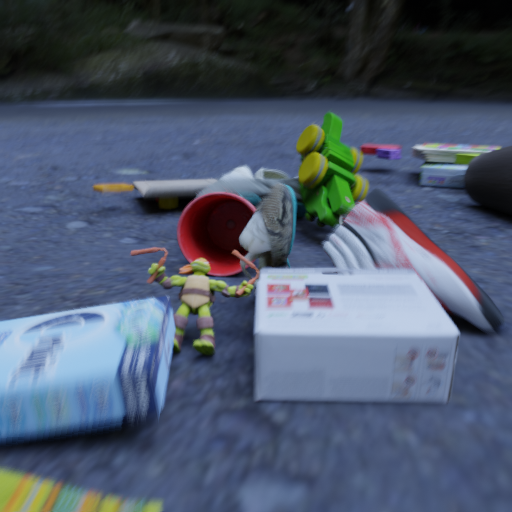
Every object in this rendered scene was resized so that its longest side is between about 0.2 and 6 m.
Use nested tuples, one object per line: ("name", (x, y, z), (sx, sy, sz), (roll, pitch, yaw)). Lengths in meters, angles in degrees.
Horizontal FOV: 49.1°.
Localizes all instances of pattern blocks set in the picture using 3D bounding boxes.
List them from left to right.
("pattern blocks set", (5.307, -2.632, 14.466), (4.567, 0.370, 4.014), (1, 14, -5))

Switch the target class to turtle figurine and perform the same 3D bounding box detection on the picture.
("turtle figurine", (-0.724, 0.459, 6.040), (1.418, 0.457, 1.144), (10, 62, -6))

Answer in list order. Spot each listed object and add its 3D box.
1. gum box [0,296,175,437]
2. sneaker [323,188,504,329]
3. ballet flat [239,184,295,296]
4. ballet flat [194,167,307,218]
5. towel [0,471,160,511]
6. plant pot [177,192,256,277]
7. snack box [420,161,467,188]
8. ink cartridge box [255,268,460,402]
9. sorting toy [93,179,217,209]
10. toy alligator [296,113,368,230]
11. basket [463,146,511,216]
("gum box", (-1.746, 0.944, 4.963), (1.920, 0.428, 1.631), (-9, 15, -2))
("sneaker", (1.797, 0.317, 6.811), (2.220, 1.190, 0.741), (50, 13, 23))
("ballet flat", (0.126, -0.046, 6.633), (0.670, 1.779, 0.603), (-17, 49, -12))
("ballet flat", (-0.054, -1.188, 10.295), (2.780, 0.885, 0.937), (-1, -23, -40))
("towel", (-1.862, 1.513, 3.085), (2.540, 0.229, 1.093), (16, 18, -3))
("plant pot", (-0.442, -0.391, 8.374), (1.246, 1.246, 1.103), (3, 11, 7))
("snack box", (5.172, -2.038, 14.019), (1.957, 0.519, 1.392), (7, 20, 19))
("ink cartridge box", (0.877, 0.715, 5.604), (1.767, 0.741, 1.551), (1, 21, 1))
("sorting toy", (-1.586, -1.334, 12.002), (3.668, 0.500, 2.065), (-4, 12, -19))
("toy alligator", (1.199, -1.054, 9.698), (1.139, 1.042, 3.840), (24, 44, -24))
("basket", (5.179, -1.515, 11.067), (1.330, 1.764, 1.956), (-2, 10, -17))
